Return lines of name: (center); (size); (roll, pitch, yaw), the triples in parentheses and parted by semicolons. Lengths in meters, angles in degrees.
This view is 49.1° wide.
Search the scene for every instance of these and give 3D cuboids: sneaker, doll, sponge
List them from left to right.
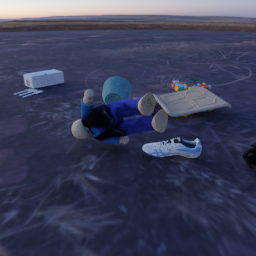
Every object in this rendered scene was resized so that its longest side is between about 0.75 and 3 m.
doll: (-0.451, -0.209, 7.040); (2.769, 1.889, 0.671); (-13, 39, 41)
sponge: (0.573, -0.876, 10.555); (0.726, 0.194, 1.301); (0, 23, 2)
sneaker: (1.101, 0.459, 7.073); (1.481, 0.537, 0.532); (0, 24, 4)
sneaker: (3.222, 0.525, 6.745); (0.946, 0.652, 1.700); (10, 31, 1)

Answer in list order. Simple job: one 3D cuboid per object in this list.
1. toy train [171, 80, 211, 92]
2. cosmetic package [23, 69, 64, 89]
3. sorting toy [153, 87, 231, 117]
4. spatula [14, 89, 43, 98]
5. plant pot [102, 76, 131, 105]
toy train: (2.694, -1.668, 12.103); (1.672, 0.465, 1.256); (9, 24, 13)
cosmetic package: (-4.036, -2.390, 13.513); (0.851, 0.620, 1.675); (22, 33, 40)
sorting toy: (2.240, -0.932, 10.275); (2.301, 0.420, 2.130); (-8, 25, -8)
spatula: (-4.362, -1.528, 12.220); (0.759, 0.088, 1.092); (19, 30, 25)
plant pot: (-0.463, -1.228, 10.376); (1.087, 1.087, 0.872); (3, 38, 7)
